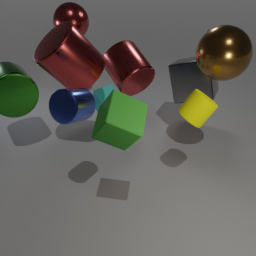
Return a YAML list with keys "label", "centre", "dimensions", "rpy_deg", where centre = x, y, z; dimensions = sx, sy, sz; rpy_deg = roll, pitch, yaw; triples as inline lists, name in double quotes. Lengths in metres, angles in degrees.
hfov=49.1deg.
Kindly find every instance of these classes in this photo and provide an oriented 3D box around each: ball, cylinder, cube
- label: "ball"
  centre: [-2.244, -4.218, 11.079]
  dimensions: [1.400, 1.400, 1.400]
  rpy_deg: [0, 31, 0]
- label: "cylinder"
  centre: [-1.137, -0.464, 5.769]
  dimensions: [0.700, 0.700, 0.700]
  rpy_deg: [14, 15, 22]
- label: "cylinder"
  centre: [-3.658, -1.216, 8.728]
  dimensions: [1.400, 1.400, 1.400]
  rpy_deg: [-17, 33, -26]
- label: "cube"
  centre: [-0.153, -0.125, 5.016]
  dimensions: [0.700, 0.700, 0.700]
  rpy_deg: [22, 57, -18]
- label: "cylinder"
  centre: [-1.576, -1.897, 7.658]
  dimensions: [1.400, 1.400, 1.400]
  rpy_deg: [-24, 46, 27]
- label: "cube"
  centre: [2.405, -1.788, 10.122]
  dimensions: [1.400, 1.400, 1.400]
  rpy_deg: [-4, 19, 26]
- label: "cylinder"
  centre: [0.017, -2.086, 9.861]
  dimensions: [1.400, 1.400, 1.400]
  rpy_deg: [-19, 63, -28]
- label: "cylinder"
  centre: [1.730, -0.488, 6.956]
  dimensions: [0.700, 0.700, 0.700]
  rpy_deg: [32, 20, -14]
- label: "cube"
  centre: [-0.748, -0.931, 9.569]
  dimensions: [0.700, 0.700, 0.700]
  rpy_deg: [-22, 68, -25]
- label: "ball"
  centre: [2.473, -1.928, 7.258]
  dimensions: [1.400, 1.400, 1.400]
  rpy_deg: [0, 31, 0]
